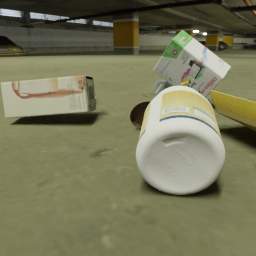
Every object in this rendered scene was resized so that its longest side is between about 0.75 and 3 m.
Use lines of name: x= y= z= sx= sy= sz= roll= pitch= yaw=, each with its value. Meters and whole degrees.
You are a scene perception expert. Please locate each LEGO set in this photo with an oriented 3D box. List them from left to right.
LEGO set: x=2.415 y=-1.133 z=9.896 sx=0.751 sy=0.997 sz=1.297 roll=-19 pitch=45 yaw=18

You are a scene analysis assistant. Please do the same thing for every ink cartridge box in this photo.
ink cartridge box: x=2.472 y=-2.318 z=11.018 sx=2.391 sy=1.732 sz=1.004 roll=39 pitch=51 yaw=4

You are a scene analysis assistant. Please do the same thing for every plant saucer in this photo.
plant saucer: x=0.543 y=-0.414 z=8.345 sx=1.006 sy=1.006 sz=0.173 roll=-2 pitch=37 yaw=-6
plant saucer: x=3.538 y=-0.190 z=7.451 sx=2.261 sy=0.548 sz=2.261 roll=20 pitch=8 yaw=-25

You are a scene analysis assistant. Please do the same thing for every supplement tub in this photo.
supplement tub: x=1.001 y=0.106 z=5.491 sx=1.500 sy=1.500 sz=2.078 roll=3 pitch=28 yaw=9

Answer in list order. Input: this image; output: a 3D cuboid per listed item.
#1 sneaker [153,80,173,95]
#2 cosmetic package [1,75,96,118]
sneaker: x=2.504 y=-1.823 z=12.976 sx=2.535 sy=0.892 sz=1.016 roll=7 pitch=3 yaw=21
cosmetic package: x=-2.551 y=-1.040 z=9.335 sx=2.724 sy=1.188 sz=1.408 roll=-5 pitch=8 yaw=5
